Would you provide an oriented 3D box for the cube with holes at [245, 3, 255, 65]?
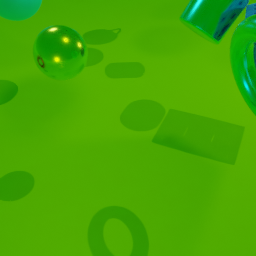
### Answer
[{"bbox_3d":[3.150,-1.790,5.568,1.372,1.372,1.372,-4,29,26],"label":"cube with holes"}]

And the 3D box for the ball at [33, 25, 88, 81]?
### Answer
[{"bbox_3d":[-0.985,-1.098,4.118,0.788,0.788,0.788,0,47,0],"label":"ball"}]

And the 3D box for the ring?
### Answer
[{"bbox_3d":[1.557,-0.546,3.041,0.278,1.388,1.388,-25,49,0],"label":"ring"}]

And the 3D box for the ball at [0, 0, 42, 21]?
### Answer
[{"bbox_3d":[-2.691,-3.217,6.546,1.331,1.331,1.331,0,47,0],"label":"ball"}]

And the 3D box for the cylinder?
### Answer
[{"bbox_3d":[1.801,-2.494,5.939,1.040,1.040,1.040,30,18,-11],"label":"cylinder"}]
